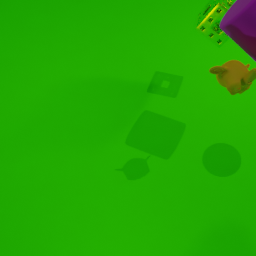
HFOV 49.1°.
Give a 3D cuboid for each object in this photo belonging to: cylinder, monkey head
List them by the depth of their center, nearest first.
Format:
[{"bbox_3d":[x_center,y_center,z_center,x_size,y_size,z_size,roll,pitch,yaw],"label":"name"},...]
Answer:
[{"bbox_3d":[2.086,-1.041,5.271,1.076,0.774,0.649,-11,68,-30],"label":"monkey head"},{"bbox_3d":[2.805,-2.140,5.672,1.319,1.319,1.319,39,68,-10],"label":"cylinder"}]

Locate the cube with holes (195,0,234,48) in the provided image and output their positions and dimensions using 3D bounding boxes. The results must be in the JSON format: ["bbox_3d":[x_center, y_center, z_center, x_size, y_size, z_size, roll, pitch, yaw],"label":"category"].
[{"bbox_3d":[2.496,-2.965,7.654,0.889,0.889,0.889,31,45,-14],"label":"cube with holes"}]
